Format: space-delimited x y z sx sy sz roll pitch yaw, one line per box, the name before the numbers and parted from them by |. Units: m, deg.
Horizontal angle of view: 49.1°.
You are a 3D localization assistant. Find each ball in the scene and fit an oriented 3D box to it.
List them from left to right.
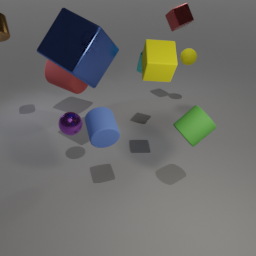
ball | -1.691 -0.126 8.250 0.700 0.700 0.700 0 29 0
ball | 2.594 -3.053 12.010 0.700 0.700 0.700 0 29 0

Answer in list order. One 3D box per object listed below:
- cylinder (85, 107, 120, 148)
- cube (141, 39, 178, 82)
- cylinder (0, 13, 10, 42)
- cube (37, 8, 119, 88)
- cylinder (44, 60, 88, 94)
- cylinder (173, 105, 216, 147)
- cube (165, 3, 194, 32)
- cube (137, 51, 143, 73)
cylinder | -0.609 -0.013 6.565 0.700 0.700 0.700 -9 51 -15
cube | 0.723 -1.588 6.664 0.700 0.700 0.700 2 64 -6
cylinder | -4.293 -3.288 9.161 0.700 0.700 0.700 -15 -4 -1
cube | -1.365 -2.199 7.907 1.400 1.400 1.400 34 3 20
cylinder | -2.420 -2.269 11.453 1.400 1.400 1.400 23 35 19
cylinder | 1.530 -0.046 6.449 0.700 0.700 0.700 -41 32 7
cube | 1.997 -4.293 10.889 0.700 0.700 0.700 -27 9 -13
cube | 0.789 -2.201 9.314 0.700 0.700 0.700 26 47 12
